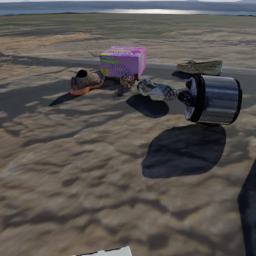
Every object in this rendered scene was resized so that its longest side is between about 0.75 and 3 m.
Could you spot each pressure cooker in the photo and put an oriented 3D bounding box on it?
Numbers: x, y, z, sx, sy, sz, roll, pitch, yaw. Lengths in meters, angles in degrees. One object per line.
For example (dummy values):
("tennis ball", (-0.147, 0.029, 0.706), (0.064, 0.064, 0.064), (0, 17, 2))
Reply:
("pressure cooker", (2.676, -0.978, 9.606), (1.923, 1.691, 1.717), (5, 62, -4))

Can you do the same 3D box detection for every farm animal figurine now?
("farm animal figurine", (0.005, -2.215, 13.526), (1.088, 0.574, 1.101), (10, 34, 44))

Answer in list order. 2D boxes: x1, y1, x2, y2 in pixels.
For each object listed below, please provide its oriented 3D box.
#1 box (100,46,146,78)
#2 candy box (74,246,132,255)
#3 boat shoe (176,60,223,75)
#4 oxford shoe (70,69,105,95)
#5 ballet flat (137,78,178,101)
("box", (-0.208, -3.742, 15.694), (2.124, 1.167, 2.415), (6, 29, 12))
("candy box", (-0.930, 2.686, 3.919), (2.307, 0.704, 1.573), (-5, 28, -10))
("boat shoe", (3.946, -3.476, 15.578), (2.507, 0.786, 0.919), (7, 27, 13))
("oxford shoe", (-1.854, -2.388, 13.375), (0.902, 0.922, 2.529), (11, 29, 19))
("ballet flat", (1.135, -1.551, 12.034), (0.830, 0.830, 2.308), (-17, 29, -29))
